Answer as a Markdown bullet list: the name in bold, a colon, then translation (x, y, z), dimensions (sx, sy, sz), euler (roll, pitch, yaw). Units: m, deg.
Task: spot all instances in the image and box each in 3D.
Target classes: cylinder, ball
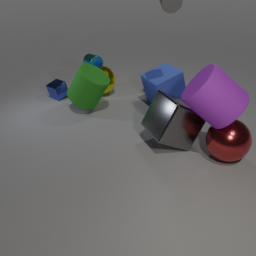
- **cylinder**: translation (1.403, -4.308, 9.309), dimensions (0.700, 0.700, 0.700), euler (-3, 50, -5)
- **ball**: translation (-1.307, -2.340, 13.730), dimensions (1.400, 1.400, 1.400), euler (0, 29, 0)
- **cylinder**: translation (-1.624, -3.051, 12.998), dimensions (0.700, 0.700, 0.700), euler (-20, 33, -31)
- **cylinder**: translation (2.550, -0.925, 8.281), dimensions (1.400, 1.400, 1.400), euler (38, 29, -11)
- **ball**: translation (3.193, 0.377, 8.932), dimensions (1.400, 1.400, 1.400), euler (0, 29, 0)
- **cylinder**: translation (-1.677, -1.746, 11.859), dimensions (1.400, 1.400, 1.400), euler (24, 34, -18)

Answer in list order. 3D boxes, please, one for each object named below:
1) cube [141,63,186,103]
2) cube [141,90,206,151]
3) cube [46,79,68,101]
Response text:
- **cube**: translation (1.613, -1.848, 12.529), dimensions (1.400, 1.400, 1.400), euler (-28, 37, -12)
- **cube**: translation (1.556, -0.261, 9.598), dimensions (1.400, 1.400, 1.400), euler (16, 19, -31)
- **cube**: translation (-3.369, -1.842, 13.440), dimensions (0.700, 0.700, 0.700), euler (22, 50, 33)
